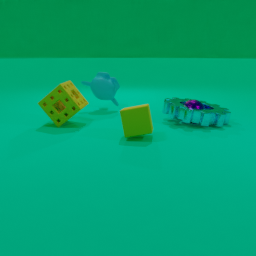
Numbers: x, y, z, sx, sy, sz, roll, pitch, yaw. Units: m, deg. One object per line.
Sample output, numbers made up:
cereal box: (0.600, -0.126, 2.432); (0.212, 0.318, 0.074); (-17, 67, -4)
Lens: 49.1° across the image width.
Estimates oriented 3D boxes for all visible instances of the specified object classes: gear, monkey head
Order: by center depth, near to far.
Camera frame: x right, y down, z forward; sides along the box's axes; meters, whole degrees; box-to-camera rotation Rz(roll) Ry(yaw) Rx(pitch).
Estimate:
gear: (2.157, -0.548, 8.944); (2.079, 0.384, 2.079); (7, 17, -2)
monkey head: (-0.945, -1.491, 10.684); (1.630, 0.982, 1.173); (32, -17, -8)

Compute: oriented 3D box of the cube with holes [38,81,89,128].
cube with holes: (-1.926, -0.743, 8.468); (0.918, 0.918, 0.918); (-36, 9, 15)

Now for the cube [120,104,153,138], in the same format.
cube: (0.236, -0.197, 7.233); (0.703, 0.703, 0.703); (-10, 7, 9)

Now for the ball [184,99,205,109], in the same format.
ball: (2.054, -0.542, 8.819); (0.718, 0.718, 0.718); (0, 15, 0)
